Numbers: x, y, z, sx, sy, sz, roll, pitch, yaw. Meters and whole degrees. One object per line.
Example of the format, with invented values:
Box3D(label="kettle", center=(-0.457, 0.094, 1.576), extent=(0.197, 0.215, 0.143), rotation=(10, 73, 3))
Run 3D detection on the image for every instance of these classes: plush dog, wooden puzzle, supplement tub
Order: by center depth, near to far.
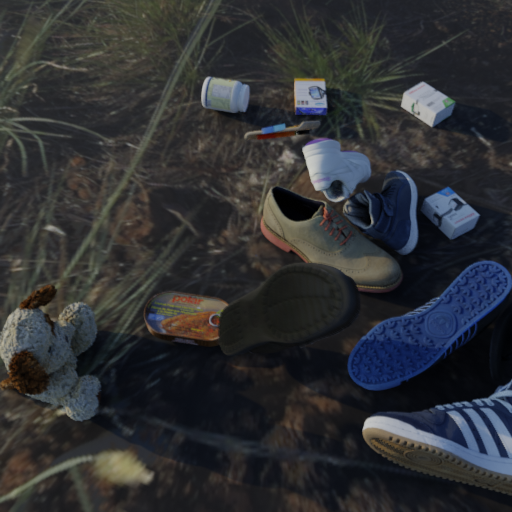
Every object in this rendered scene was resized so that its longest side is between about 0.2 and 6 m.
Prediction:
Box3D(label="plush dog", center=(-3.538, 1.554, 9.101), extent=(1.723, 1.845, 2.148), rotation=(-10, 54, -7))
Box3D(label="wooden puzzle", center=(0.560, -2.480, 11.237), extent=(1.369, 0.237, 2.029), rotation=(-4, 11, 31))
Box3D(label="supplement tub", center=(-0.757, -3.995, 13.957), extent=(1.060, 0.769, 0.769), rotation=(11, 54, 7))

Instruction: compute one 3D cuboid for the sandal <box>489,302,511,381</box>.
Box3D(label="sandal", center=(4.750, 1.209, 9.915), extent=(0.550, 0.917, 2.441), rotation=(12, 47, 42))

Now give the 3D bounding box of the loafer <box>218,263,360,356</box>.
Box3D(label="loafer", center=(0.587, 0.893, 8.941), extent=(1.140, 3.195, 1.166), rotation=(7, 72, -33))

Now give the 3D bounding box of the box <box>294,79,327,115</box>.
Box3D(label="box", center=(1.384, -4.020, 14.297), extent=(0.791, 0.275, 1.328), rotation=(1, 56, 1))

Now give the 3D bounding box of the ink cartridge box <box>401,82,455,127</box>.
Box3D(label="ink cartridge box", center=(4.283, -3.796, 14.006), extent=(0.765, 0.441, 1.047), rotation=(-33, 60, -22))

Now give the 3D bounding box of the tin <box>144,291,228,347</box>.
Box3D(label="tin", center=(-1.222, 1.157, 10.317), extent=(1.655, 0.346, 0.927), rotation=(9, 57, 2))

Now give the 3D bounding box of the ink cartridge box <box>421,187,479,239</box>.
Box3D(label="ink cartridge box", center=(4.097, -0.907, 11.856), extent=(0.696, 0.401, 0.959), rotation=(-26, 57, -18))

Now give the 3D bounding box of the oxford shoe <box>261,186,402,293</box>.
Box3D(label="oxford shoe", center=(1.417, -0.331, 10.937), extent=(3.145, 1.176, 1.108), rotation=(27, 58, 19))

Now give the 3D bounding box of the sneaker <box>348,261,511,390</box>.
Box3D(label="sneaker", center=(3.088, 1.383, 9.816), extent=(3.188, 1.242, 1.118), rotation=(-34, 59, 2))

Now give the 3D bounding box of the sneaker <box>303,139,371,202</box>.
Box3D(label="sneaker", center=(1.628, -1.562, 11.138), extent=(0.863, 2.305, 1.148), rotation=(-13, 81, 34))

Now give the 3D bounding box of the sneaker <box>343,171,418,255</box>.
Box3D(label="sneaker", center=(2.531, -1.177, 11.467), extent=(1.509, 0.794, 2.089), rotation=(23, 49, -23))

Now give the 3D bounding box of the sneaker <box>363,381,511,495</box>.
Box3D(label="sneaker", center=(3.403, 2.530, 8.758), extent=(3.367, 1.180, 1.827), rotation=(15, 59, 3))
